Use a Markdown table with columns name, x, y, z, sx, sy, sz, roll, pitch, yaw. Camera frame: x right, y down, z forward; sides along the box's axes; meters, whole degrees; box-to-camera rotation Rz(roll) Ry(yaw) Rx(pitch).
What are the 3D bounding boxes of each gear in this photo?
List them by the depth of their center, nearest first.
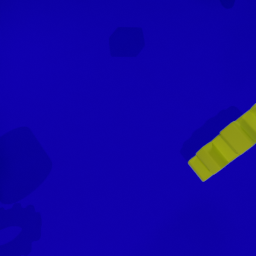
| name | x | y | z | sx | sy | sz | roll | pitch | yaw |
| --- | --- | --- | --- | --- | --- | --- | --- | --- | --- |
| gear | 1.840 | 0.058 | 4.294 | 2.003 | 2.003 | 0.370 | -32 | 73 | -16 |
